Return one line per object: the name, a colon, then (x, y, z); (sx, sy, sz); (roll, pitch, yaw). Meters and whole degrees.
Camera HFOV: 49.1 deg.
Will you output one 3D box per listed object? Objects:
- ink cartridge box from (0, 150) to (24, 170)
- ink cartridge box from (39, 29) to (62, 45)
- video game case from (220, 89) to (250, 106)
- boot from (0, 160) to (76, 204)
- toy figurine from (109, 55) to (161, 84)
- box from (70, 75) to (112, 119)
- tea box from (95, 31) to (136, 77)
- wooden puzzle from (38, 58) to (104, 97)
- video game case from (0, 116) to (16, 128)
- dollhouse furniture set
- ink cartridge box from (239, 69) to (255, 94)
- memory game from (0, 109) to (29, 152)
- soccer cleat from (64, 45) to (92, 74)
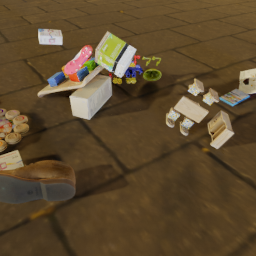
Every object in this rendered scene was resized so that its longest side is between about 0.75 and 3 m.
ink cartridge box: (-3.643, 1.293, 8.658); (0.827, 0.484, 1.144); (-19, 40, -24)
ink cartridge box: (-3.005, -3.540, 10.874); (0.861, 0.365, 0.623); (-3, 43, -21)
video game case: (4.739, -1.373, 12.460); (1.059, 0.094, 0.758); (-27, 44, -21)
boot: (-2.907, 1.466, 8.045); (2.774, 1.021, 1.047); (4, 36, -11)
toy figurine: (0.272, -3.154, 14.015); (2.582, 1.362, 1.547); (-4, 32, -7)
box: (-1.501, -1.362, 11.815); (0.820, 1.002, 2.109); (13, 37, 19)
tea box: (-0.500, -2.687, 10.407); (1.249, 1.270, 0.848); (32, 80, -3)
wooden puzzle: (-2.459, -2.436, 12.613); (2.830, 0.655, 2.622); (-9, 29, 30)
video game case: (-5.059, -0.113, 10.843); (1.111, 0.135, 1.220); (31, 46, 34)
dollhouse furniture set: (2.597, -0.343, 9.886); (1.953, 1.794, 1.271); (29, 34, -12)
ink cartridge box: (6.540, -2.158, 13.251); (2.309, 0.579, 2.660); (-10, 30, 30)
memory game: (-5.065, 0.057, 10.358); (2.754, 0.175, 2.754); (0, 37, 0)
soccer cleat: (-1.860, -2.568, 10.599); (1.380, 0.460, 0.528); (-44, 20, 15)
